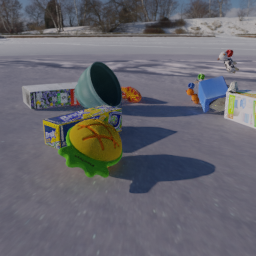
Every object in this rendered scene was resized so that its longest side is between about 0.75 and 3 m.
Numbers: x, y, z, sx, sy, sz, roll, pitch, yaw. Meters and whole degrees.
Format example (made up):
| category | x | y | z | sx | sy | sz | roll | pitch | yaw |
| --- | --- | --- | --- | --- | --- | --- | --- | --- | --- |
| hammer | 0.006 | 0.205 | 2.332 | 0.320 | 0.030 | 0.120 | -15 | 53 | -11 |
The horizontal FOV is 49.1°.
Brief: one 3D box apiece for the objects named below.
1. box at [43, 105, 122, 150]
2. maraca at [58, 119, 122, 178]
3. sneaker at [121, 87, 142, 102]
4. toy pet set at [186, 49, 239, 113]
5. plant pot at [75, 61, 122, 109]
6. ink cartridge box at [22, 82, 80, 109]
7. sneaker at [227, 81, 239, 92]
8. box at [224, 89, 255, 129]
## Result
| category | x | y | z | sx | sy | sz | roll | pitch | yaw |
| --- | --- | --- | --- | --- | --- | --- | --- | --- | --- |
| box | -1.179 | -0.072 | 7.762 | 0.776 | 0.712 | 2.214 | 15 | 24 | 39 |
| maraca | -0.726 | 0.410 | 5.807 | 1.255 | 0.979 | 1.830 | 25 | 25 | -1 |
| sneaker | 0.115 | -1.561 | 12.473 | 0.699 | 0.661 | 1.811 | -3 | 19 | -32 |
| toy pet set | 2.964 | -1.686 | 10.669 | 1.279 | 2.409 | 2.250 | 14 | 51 | -30 |
| plant pot | -1.248 | -1.445 | 10.724 | 1.220 | 1.821 | 1.821 | -21 | 5 | 32 |
| ink cartridge box | -2.805 | -1.434 | 11.915 | 2.968 | 0.747 | 1.617 | -9 | 20 | -29 |
| sneaker | 3.473 | -1.361 | 9.277 | 0.290 | 0.313 | 0.773 | 5 | 19 | 29 |
| box | 4.057 | -0.611 | 8.966 | 0.877 | 0.973 | 1.730 | -11 | 21 | -23 |
